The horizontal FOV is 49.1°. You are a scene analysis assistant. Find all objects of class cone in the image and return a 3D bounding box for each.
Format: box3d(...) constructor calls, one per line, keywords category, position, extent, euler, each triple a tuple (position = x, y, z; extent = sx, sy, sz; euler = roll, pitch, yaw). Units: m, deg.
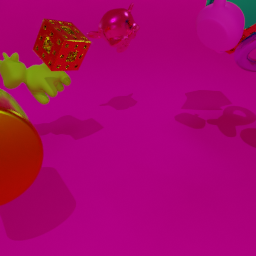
box3d(category="cone", position=(2.490, -3.309, 6.595), extent=(1.425, 1.425, 1.430), euler=(2, 54, 3))

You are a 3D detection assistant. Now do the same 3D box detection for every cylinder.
box3d(category="cylinder", position=(-2.004, 0.185, 3.857), extent=(1.365, 1.365, 1.365), euler=(-16, 26, -25))

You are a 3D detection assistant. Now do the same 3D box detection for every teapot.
box3d(category="teapot", position=(1.963, -2.210, 5.836), extent=(1.026, 1.650, 0.808), euler=(32, 69, 32))

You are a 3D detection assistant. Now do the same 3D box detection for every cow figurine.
box3d(category="cow figurine", position=(-2.260, -1.288, 6.746), extent=(0.803, 1.439, 1.463), euler=(-29, 18, 39))

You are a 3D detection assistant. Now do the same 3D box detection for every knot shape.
box3d(category="knot shape", position=(3.163, -2.028, 5.870), extent=(0.926, 2.004, 1.875), euler=(45, 21, 14))

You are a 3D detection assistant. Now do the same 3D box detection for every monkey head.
box3d(category="monkey head", position=(-0.290, -2.587, 7.492), extent=(1.577, 1.135, 0.950), euler=(-38, 86, -12))

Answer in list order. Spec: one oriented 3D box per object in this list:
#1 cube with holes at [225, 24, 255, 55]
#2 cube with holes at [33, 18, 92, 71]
box3d(category="cube with holes", position=(2.881, -2.824, 7.528), extent=(1.052, 1.052, 1.052), euler=(-21, -21, 40))
box3d(category="cube with holes", position=(-1.353, -1.680, 5.736), extent=(0.721, 0.721, 0.721), euler=(48, 35, 19))
